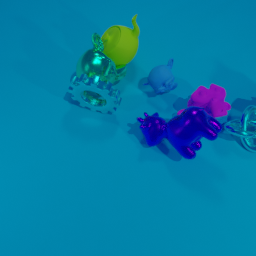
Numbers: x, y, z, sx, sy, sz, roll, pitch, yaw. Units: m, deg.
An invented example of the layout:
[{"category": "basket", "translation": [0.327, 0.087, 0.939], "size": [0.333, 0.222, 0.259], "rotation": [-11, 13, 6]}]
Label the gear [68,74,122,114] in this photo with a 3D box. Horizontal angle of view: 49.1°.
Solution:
[{"category": "gear", "translation": [-0.803, -0.802, 6.823], "size": [1.285, 1.285, 0.238], "rotation": [14, 64, 8]}]

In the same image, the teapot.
[{"category": "teapot", "translation": [-0.267, -2.268, 7.462], "size": [1.811, 0.887, 1.126], "rotation": [-34, 54, 29]}]

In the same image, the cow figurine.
[{"category": "cow figurine", "translation": [1.072, -0.039, 6.304], "size": [1.558, 1.584, 0.869], "rotation": [43, 39, 6]}]

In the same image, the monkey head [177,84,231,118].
[{"category": "monkey head", "translation": [1.972, -0.493, 6.816], "size": [1.443, 0.869, 1.038], "rotation": [-11, 53, -8]}]

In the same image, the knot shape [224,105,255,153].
[{"category": "knot shape", "translation": [2.993, -0.050, 6.813], "size": [1.151, 0.532, 1.077], "rotation": [26, 63, 8]}]

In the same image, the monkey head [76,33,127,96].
[{"category": "monkey head", "translation": [-0.699, -1.504, 7.192], "size": [1.033, 1.714, 1.233], "rotation": [37, 38, 19]}]

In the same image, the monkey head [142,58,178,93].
[{"category": "monkey head", "translation": [0.915, -1.275, 7.258], "size": [0.781, 1.086, 0.654], "rotation": [-1, 58, -51]}]
